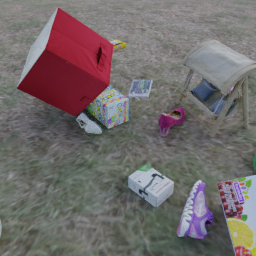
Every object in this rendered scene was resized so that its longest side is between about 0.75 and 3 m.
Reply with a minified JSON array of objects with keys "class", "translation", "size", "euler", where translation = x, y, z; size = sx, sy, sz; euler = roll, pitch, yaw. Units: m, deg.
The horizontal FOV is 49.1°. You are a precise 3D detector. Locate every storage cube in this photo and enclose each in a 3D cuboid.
[{"class":"storage cube","translation":[-2.375,-2.403,10.846],"size":[2.562,2.851,2.437],"euler":[27,48,-31]}]

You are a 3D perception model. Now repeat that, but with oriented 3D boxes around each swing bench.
[{"class":"swing bench","translation":[3.390,-1.623,10.854],"size":[1.771,2.729,2.715],"euler":[-14,38,-18]}]

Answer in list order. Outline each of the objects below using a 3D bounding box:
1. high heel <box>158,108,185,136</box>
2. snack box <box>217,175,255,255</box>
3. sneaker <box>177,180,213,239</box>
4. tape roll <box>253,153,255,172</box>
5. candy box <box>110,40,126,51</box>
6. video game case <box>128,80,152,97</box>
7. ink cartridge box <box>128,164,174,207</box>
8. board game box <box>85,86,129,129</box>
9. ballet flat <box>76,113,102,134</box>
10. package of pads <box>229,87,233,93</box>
[{"class":"high heel","translation":[1.739,-0.537,10.879],"size":[0.659,0.939,1.957],"euler":[24,43,29]},{"class":"snack box","translation":[3.547,2.307,6.388],"size":[2.365,0.949,2.805],"euler":[-15,35,15]},{"class":"sneaker","translation":[1.888,2.198,7.432],"size":[0.782,0.711,1.769],"euler":[19,44,13]},{"class":"tape roll","translation":[5.335,1.190,8.806],"size":[2.514,0.604,2.514],"euler":[0,36,0]},{"class":"candy box","translation":[-1.189,-5.166,17.791],"size":[2.014,0.266,1.029],"euler":[-28,42,-33]},{"class":"video game case","translation":[0.495,-1.571,11.073],"size":[0.810,0.104,0.891],"euler":[3,54,18]},{"class":"ink cartridge box","translation":[0.676,1.675,8.249],"size":[1.118,0.464,0.819],"euler":[30,46,34]},{"class":"board game box","translation":[-0.945,-0.995,11.413],"size":[1.014,1.032,1.968],"euler":[-23,42,-30]},{"class":"ballet flat","translation":[-1.523,-0.091,10.737],"size":[0.533,0.533,1.536],"euler":[-21,37,-27]},{"class":"package of pads","translation":[4.541,-1.849,13.095],"size":[0.706,0.444,1.172],"euler":[11,38,13]}]
